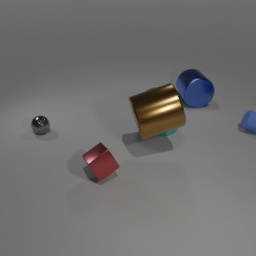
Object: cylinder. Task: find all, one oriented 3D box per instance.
[{"bbox_3d":[1.254,-0.643,10.688,1.400,1.400,1.400,0,33,0],"label":"cylinder"},{"bbox_3d":[4.767,-0.228,10.569,0.700,0.700,0.700,26,34,3],"label":"cylinder"},{"bbox_3d":[0.882,-0.510,8.672,1.400,1.400,1.400,-19,31,0],"label":"cylinder"},{"bbox_3d":[3.047,-1.834,12.829,1.400,1.400,1.400,-3,30,-5],"label":"cylinder"}]

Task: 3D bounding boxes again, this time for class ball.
[{"bbox_3d":[-3.307,-0.124,10.594,0.700,0.700,0.700,0,30,0],"label":"ball"}]

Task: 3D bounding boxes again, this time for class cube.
[{"bbox_3d":[-0.793,0.966,8.115,0.700,0.700,0.700,-36,27,-11],"label":"cube"}]
